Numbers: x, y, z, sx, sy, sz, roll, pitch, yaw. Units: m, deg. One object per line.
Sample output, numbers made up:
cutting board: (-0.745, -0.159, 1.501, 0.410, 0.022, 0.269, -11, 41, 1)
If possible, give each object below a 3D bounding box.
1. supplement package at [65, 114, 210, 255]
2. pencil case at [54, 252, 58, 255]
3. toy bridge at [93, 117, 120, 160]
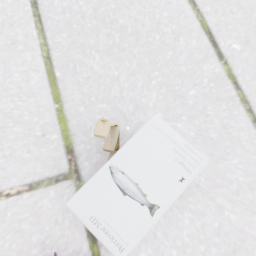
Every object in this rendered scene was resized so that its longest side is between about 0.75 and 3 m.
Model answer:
supplement package: (0.256, 1.469, 6.949, 1.752, 1.758, 2.997, 41, 74, 13)
pencil case: (-0.664, 3.682, 6.260, 2.532, 1.186, 1.149, 22, 109, -6)
toy bridge: (-0.429, 0.238, 7.188, 0.308, 2.265, 0.762, 10, 68, 10)
